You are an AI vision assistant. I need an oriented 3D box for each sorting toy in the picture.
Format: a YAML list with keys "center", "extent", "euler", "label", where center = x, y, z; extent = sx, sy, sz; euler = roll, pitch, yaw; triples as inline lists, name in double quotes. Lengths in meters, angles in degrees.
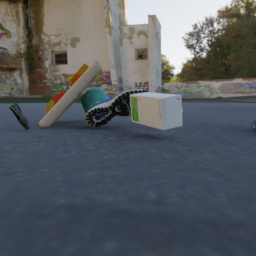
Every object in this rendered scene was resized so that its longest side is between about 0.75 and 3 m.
- center: [-1.892, -1.229, 9.489]
  extent: [0.517, 2.621, 2.832]
  euler: [42, 2, -10]
  label: "sorting toy"

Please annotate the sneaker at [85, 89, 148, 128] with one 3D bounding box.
- center: [-0.311, -0.718, 8.360]
  extent: [1.994, 0.783, 0.889]
  euler: [-19, 24, 7]
  label: "sneaker"

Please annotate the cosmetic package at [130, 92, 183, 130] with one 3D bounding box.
- center: [0.622, -0.430, 6.478]
  extent: [0.569, 0.722, 1.342]
  euler: [-11, 13, -27]
  label: "cosmetic package"

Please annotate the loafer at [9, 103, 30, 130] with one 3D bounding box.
- center: [-3.031, -0.289, 7.797]
  extent: [0.290, 0.806, 0.254]
  euler: [-18, 13, 38]
  label: "loafer"

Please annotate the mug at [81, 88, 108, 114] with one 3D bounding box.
- center: [-1.139, -0.827, 10.766]
  extent: [1.053, 0.792, 1.281]
  euler: [-37, -39, 10]
  label: "mug"

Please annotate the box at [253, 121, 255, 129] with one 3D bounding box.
- center: [4.178, -0.058, 7.807]
  extent: [1.031, 0.249, 0.817]
  euler: [-2, 6, -12]
  label: "box"
